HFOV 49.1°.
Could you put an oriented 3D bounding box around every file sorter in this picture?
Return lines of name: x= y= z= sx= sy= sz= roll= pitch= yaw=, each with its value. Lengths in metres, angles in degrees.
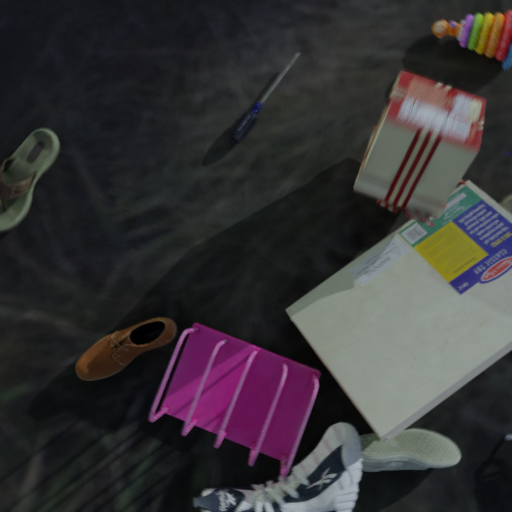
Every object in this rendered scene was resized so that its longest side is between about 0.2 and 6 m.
file sorter: x=-0.329 y=2.404 z=9.456 sx=2.465 sy=1.546 sz=1.713 roll=21 pitch=87 yaw=5

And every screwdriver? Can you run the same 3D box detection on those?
screwdriver: x=0.166 y=-3.107 z=10.882 sx=0.320 sy=0.306 sz=2.197 roll=27 pitch=81 yaw=35

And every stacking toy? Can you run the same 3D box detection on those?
stacking toy: x=4.260 y=-4.317 z=10.829 sx=1.666 sy=0.914 sz=0.967 roll=14 pitch=86 yaw=14

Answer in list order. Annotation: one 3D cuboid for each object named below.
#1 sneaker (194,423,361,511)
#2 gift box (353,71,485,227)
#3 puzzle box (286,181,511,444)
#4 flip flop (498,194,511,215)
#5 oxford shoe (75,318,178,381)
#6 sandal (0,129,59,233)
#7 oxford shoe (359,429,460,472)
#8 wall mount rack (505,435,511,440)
sneaker: x=0.189 y=4.136 z=9.432 sx=2.238 sy=1.373 sz=3.439 roll=26 pitch=94 yaw=-6
gift box: x=2.871 y=-1.728 z=9.641 sx=1.949 sy=1.819 sz=1.798 roll=26 pitch=51 yaw=7
puzzle box: x=2.994 y=0.805 z=9.637 sx=4.231 sy=0.538 sz=2.815 roll=-35 pitch=55 yaw=-3
flip flop: x=5.440 y=0.079 z=10.213 sx=1.158 sy=0.822 sz=2.856 roll=-27 pitch=84 yaw=-3
oxford shoe: x=-2.411 y=1.613 z=10.065 sx=1.970 sy=0.702 sz=0.703 roll=-29 pitch=76 yaw=-3
sandal: x=-4.522 y=-1.481 z=10.503 sx=0.863 sy=0.620 sz=2.175 roll=26 pitch=84 yaw=3
oxford shoe: x=2.640 y=3.520 z=9.971 sx=1.945 sy=0.731 sz=0.562 roll=2 pitch=124 yaw=-7
wall mount rack: x=5.252 y=3.590 z=9.973 sx=1.271 sy=0.545 sz=1.463 roll=-9 pitch=83 yaw=-5
